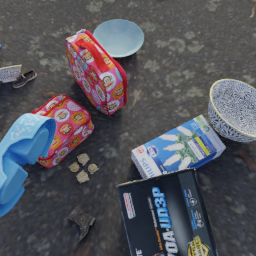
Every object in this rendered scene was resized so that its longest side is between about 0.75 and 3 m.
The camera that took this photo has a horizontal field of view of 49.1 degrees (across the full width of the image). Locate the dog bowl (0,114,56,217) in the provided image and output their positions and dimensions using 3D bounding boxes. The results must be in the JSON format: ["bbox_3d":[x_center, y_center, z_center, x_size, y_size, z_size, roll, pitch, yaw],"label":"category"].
[{"bbox_3d":[-2.854,0.836,7.184,0.692,1.555,2.790,24,68,5],"label":"dog bowl"}]

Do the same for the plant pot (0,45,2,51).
[{"bbox_3d":[-6.689,-3.393,10.469,2.692,2.421,2.692,30,67,15],"label":"plant pot"}]

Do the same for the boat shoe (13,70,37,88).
[{"bbox_3d":[-4.045,-1.941,10.888,1.011,0.328,0.364,-35,68,-17],"label":"boat shoe"}]

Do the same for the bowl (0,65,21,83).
[{"bbox_3d":[-4.587,-2.049,10.695,1.143,1.143,0.536,-10,107,3],"label":"bowl"}]

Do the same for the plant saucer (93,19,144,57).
[{"bbox_3d":[-0.408,-3.663,11.750,2.136,0.411,2.136,0,63,0],"label":"plant saucer"}]

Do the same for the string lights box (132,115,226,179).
[{"bbox_3d":[1.607,0.827,9.156,2.700,0.796,1.387,-27,67,-13],"label":"string lights box"}]

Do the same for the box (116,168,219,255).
[{"bbox_3d":[1.082,2.743,7.777,2.287,0.662,2.877,-12,81,-6],"label":"box"}]

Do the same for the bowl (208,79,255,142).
[{"bbox_3d":[3.602,-0.379,9.444,2.454,1.151,2.454,11,51,-13],"label":"bowl"}]

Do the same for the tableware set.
[{"bbox_3d":[-1.489,1.326,9.302,0.772,0.107,0.924,-38,68,-17],"label":"tableware set"}]

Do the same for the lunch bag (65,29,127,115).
[{"bbox_3d":[-1.140,-1.999,9.727,1.127,2.424,2.751,-32,67,-16],"label":"lunch bag"}]

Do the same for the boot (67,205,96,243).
[{"bbox_3d":[-1.483,2.869,8.398,0.803,0.319,0.923,25,56,14],"label":"boot"}]

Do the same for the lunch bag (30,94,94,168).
[{"bbox_3d":[-2.572,-0.029,9.594,2.053,0.955,2.331,36,67,22],"label":"lunch bag"}]
